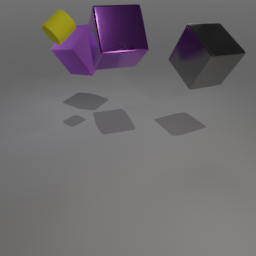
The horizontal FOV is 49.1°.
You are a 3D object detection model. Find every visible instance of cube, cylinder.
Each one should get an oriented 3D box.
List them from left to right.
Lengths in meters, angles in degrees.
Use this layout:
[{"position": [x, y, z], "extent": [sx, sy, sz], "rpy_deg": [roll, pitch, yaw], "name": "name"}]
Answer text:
[{"position": [-1.979, -2.889, 8.050], "extent": [0.700, 0.700, 0.700], "rpy_deg": [29, 74, 42], "name": "cylinder"}, {"position": [-1.868, -3.093, 11.167], "extent": [1.400, 1.400, 1.400], "rpy_deg": [13, 63, 40], "name": "cube"}, {"position": [-0.354, -2.673, 8.386], "extent": [1.400, 1.400, 1.400], "rpy_deg": [-9, -4, -15], "name": "cube"}, {"position": [2.386, -2.222, 8.677], "extent": [1.400, 1.400, 1.400], "rpy_deg": [-13, 61, -29], "name": "cube"}]
